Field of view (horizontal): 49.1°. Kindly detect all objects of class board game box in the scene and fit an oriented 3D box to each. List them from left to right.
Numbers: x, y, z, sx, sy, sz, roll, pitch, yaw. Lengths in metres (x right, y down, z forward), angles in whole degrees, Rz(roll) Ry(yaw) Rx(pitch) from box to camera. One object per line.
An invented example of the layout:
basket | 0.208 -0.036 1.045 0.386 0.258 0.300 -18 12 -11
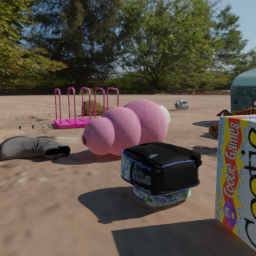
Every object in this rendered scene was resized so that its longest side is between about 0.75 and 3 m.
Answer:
board game box | 1.834 0.596 2.147 1.217 1.239 2.363 -2 8 -13

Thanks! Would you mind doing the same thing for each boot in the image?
boot | -1.967 0.445 5.961 1.329 0.464 0.875 -14 21 -43
boot | -1.504 -1.077 14.933 2.097 0.791 0.772 -5 8 -36

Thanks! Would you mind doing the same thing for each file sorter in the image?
file sorter | -1.656 -0.851 11.029 2.353 1.475 1.635 -3 9 -20

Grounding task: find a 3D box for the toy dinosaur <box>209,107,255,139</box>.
toy dinosaur | 2.581 -0.043 6.599 0.773 1.027 1.513 -19 -13 -21

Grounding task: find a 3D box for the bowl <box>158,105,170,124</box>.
bowl | 0.730 -0.574 11.738 2.002 0.748 2.005 2 10 16

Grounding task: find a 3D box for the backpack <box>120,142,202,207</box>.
backpack | 0.378 0.601 3.838 0.895 0.719 0.978 -7 16 -34

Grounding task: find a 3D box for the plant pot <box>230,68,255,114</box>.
plant pot | 5.413 -1.186 11.326 2.318 2.276 2.270 -15 15 -32

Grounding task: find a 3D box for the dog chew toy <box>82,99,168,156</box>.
dog chew toy | -0.086 0.055 6.252 2.014 1.254 1.254 -15 15 -34

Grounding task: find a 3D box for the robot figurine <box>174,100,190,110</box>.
robot figurine | 3.536 -1.504 18.175 1.139 0.643 0.966 -6 -23 -35
